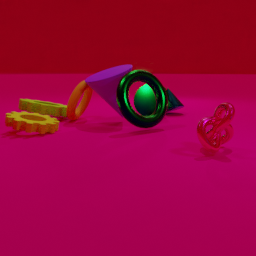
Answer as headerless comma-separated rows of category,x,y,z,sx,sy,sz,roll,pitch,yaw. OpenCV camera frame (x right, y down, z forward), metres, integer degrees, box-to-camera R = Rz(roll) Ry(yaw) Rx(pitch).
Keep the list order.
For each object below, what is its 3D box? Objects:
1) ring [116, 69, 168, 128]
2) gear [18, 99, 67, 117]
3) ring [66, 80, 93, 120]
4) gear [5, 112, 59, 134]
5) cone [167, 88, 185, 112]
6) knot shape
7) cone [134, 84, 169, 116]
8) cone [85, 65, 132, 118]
ring,0.399,-0.779,7.460,1.603,1.603,0.321,-8,-5,-33
gear,-2.677,-0.658,9.159,1.654,0.306,1.654,10,6,-1
ring,-1.512,-0.872,8.859,0.273,1.365,1.365,26,16,7
gear,-2.511,-0.155,7.374,1.318,0.244,1.318,11,11,-2
cone,1.568,-1.092,10.343,0.844,0.848,0.844,-13,-7,-2
knot shape,1.788,-0.035,5.551,0.496,1.005,1.074,29,12,32
cone,0.970,-0.828,10.255,1.261,1.261,1.266,4,-13,17
cone,-0.370,-0.980,8.568,1.479,1.485,1.479,-16,21,6
